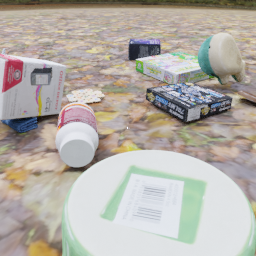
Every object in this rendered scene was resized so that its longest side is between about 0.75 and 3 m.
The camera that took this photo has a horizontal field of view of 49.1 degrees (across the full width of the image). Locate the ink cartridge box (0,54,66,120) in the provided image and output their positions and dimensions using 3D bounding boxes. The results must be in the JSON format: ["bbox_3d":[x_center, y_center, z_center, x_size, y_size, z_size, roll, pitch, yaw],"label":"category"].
[{"bbox_3d":[-3.096,-1.247,8.529,1.002,1.727,2.340,19,16,27],"label":"ink cartridge box"}]

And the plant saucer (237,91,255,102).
[{"bbox_3d":[4.513,-1.155,10.316,0.979,0.169,0.979,18,21,-8],"label":"plant saucer"}]

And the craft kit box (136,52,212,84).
[{"bbox_3d":[2.410,-2.924,13.487,2.996,0.727,2.959,-19,36,-30],"label":"craft kit box"}]

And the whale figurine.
[{"bbox_3d":[3.830,-2.707,11.411,2.591,2.061,1.344,16,-11,-42],"label":"whale figurine"}]

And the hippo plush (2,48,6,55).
[{"bbox_3d":[-5.424,-2.127,11.743,1.398,1.385,1.739,40,52,11],"label":"hippo plush"}]

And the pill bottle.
[{"bbox_3d":[-1.318,0.150,7.280,1.057,1.057,1.872,-4,28,-8],"label":"pill bottle"}]

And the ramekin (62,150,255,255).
[{"bbox_3d":[0.401,1.576,4.194,2.932,1.432,2.932,0,28,0],"label":"ramekin"}]

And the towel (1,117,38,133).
[{"bbox_3d":[-3.455,-0.249,8.817,1.284,0.312,0.717,24,37,36],"label":"towel"}]

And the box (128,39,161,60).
[{"bbox_3d":[0.942,-4.503,16.089,1.824,0.952,1.350,2,29,2],"label":"box"}]

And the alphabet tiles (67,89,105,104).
[{"bbox_3d":[-1.640,-1.213,10.845,1.382,0.101,1.352,-12,31,-21],"label":"alphabet tiles"}]

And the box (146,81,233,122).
[{"bbox_3d":[2.122,-1.033,9.939,2.170,0.543,2.187,-13,31,-31],"label":"box"}]
